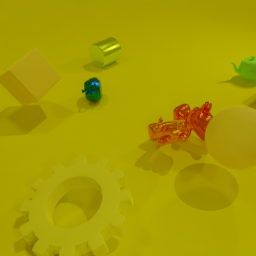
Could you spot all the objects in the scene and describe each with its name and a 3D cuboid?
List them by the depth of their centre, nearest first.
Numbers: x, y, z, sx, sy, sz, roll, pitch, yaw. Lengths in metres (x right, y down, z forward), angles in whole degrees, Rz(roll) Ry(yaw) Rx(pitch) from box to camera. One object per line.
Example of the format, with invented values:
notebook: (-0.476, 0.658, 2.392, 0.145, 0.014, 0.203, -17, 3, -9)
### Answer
gear: (-0.907, 1.376, 4.969, 1.949, 0.360, 1.949, -7, 44, 7)
ball: (2.106, 0.189, 5.361, 1.223, 1.223, 1.223, 0, 39, 0)
cow figurine: (0.931, 0.061, 6.278, 1.095, 0.601, 1.077, -9, 8, 24)
cow figurine: (1.642, -0.125, 6.797, 0.685, 1.227, 1.247, -26, 73, -25)
cube: (-2.501, -1.261, 7.102, 0.955, 0.955, 0.955, -6, 40, 49)
teapot: (-1.051, -1.109, 8.135, 0.571, 0.725, 1.166, -6, 20, 3)
teapot: (3.948, -1.982, 9.018, 1.363, 0.667, 0.848, -6, 30, 1)
cylinder: (-0.800, -2.688, 9.955, 0.857, 0.857, 0.857, 30, 48, 32)
